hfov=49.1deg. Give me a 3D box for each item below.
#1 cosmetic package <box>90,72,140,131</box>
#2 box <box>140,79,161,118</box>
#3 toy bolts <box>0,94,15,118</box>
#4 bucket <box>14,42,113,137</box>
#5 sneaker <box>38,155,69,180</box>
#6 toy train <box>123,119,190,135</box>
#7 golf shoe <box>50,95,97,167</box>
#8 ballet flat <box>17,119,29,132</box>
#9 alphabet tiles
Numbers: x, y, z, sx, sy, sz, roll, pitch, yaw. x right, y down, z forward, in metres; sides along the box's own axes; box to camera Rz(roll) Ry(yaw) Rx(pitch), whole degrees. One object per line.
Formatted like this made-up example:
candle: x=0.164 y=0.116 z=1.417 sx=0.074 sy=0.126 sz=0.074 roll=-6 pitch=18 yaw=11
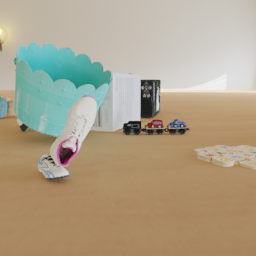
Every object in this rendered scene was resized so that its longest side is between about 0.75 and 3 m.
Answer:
cosmetic package: x=-0.793 y=-0.994 z=9.807 sx=1.841 sy=1.843 sz=2.233 roll=4 pitch=11 yaw=23
box: x=0.449 y=-1.438 z=13.012 sx=1.925 sy=1.611 sz=2.591 roll=2 pitch=10 yaw=13
toy bolts: x=-5.723 y=-1.440 z=12.201 sx=1.742 sy=2.400 sz=2.512 roll=2 pitch=25 yaw=-37
bucket: x=-1.791 y=-1.027 z=7.434 sx=2.491 sy=1.621 sz=2.491 roll=18 pitch=28 yaw=-10
sneaker: x=-1.280 y=0.657 z=4.717 sx=0.327 sy=0.329 sz=0.909 roll=-4 pitch=9 yaw=-39
toy train: x=0.843 y=-0.040 z=8.398 sx=2.019 sy=0.462 sz=0.344 roll=0 pitch=10 yaw=-4
golf shoe: x=-0.816 y=0.074 z=4.439 sx=0.465 sy=1.235 sz=0.565 roll=24 pitch=7 yaw=-21
ballet flat: x=-3.381 y=-0.266 z=8.982 sx=0.351 sy=0.349 sz=1.027 roll=40 pitch=16 yaw=-36
alphabet tiles: x=2.297 y=0.561 z=5.976 sx=1.611 sy=0.118 sz=1.576 roll=-6 pitch=12 yaw=-31
